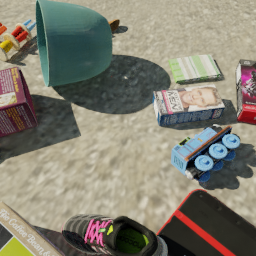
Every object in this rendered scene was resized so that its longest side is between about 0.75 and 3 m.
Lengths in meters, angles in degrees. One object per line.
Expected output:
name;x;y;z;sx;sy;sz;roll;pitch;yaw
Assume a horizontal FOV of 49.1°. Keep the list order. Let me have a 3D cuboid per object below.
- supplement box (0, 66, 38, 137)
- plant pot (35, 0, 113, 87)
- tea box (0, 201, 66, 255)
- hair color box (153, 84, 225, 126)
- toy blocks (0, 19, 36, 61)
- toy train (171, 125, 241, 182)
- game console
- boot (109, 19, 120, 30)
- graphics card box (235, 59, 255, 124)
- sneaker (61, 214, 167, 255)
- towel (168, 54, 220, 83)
supplement box;-4.524;-0.683;9.095;2.635;1.360;1.725;-17;57;-11
plant pot;-1.886;-2.978;9.944;2.311;2.880;2.880;-8;54;-20
tea box;-2.479;3.575;5.824;2.725;1.821;2.681;33;63;20
hair color box;2.028;-0.796;9.612;2.188;0.662;1.094;-7;55;-5
toy blocks;-5.077;-3.947;11.729;1.865;0.812;2.237;23;58;15
toy train;2.369;0.660;8.454;2.199;0.953;1.256;-33;55;-21
game console;2.156;2.905;7.262;2.323;0.361;2.055;36;66;23
boot;-1.051;-4.643;12.454;0.953;0.454;1.232;36;59;27
graphics card box;4.747;-1.292;9.962;1.634;0.663;2.605;9;55;7
sneaker;-0.425;2.589;6.808;2.756;1.206;1.017;9;56;17
towel;2.567;-2.319;10.976;1.750;0.269;1.305;-8;53;-3
